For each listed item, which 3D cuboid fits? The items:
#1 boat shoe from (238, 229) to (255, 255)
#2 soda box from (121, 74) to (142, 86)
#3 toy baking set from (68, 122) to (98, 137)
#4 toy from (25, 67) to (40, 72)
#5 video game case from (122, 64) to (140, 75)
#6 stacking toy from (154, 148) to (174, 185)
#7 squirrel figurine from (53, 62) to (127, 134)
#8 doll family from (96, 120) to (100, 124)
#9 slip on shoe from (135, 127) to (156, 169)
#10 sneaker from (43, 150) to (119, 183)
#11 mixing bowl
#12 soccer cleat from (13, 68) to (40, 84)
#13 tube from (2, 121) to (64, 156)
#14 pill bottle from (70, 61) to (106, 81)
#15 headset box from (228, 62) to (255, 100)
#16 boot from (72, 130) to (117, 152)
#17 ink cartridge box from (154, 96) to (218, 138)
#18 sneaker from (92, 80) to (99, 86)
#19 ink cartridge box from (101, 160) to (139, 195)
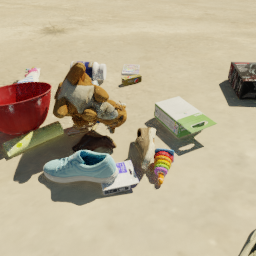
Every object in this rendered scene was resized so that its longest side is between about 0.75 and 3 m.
[{"bbox_3d":[2.636,3.128,5.743,1.007,0.885,2.830,23,42,27],"label":"boat shoe"},{"bbox_3d":[0.185,-2.467,14.304,1.032,0.349,0.330,-16,38,-22],"label":"soda box"},{"bbox_3d":[-1.756,0.076,10.820,1.010,0.153,1.315,1,28,11],"label":"toy baking set"},{"bbox_3d":[-5.340,-3.307,15.669,0.792,0.187,0.456,-5,36,-7],"label":"toy"},{"bbox_3d":[0.167,-3.270,15.677,0.911,0.115,1.273,3,35,4],"label":"video game case"},{"bbox_3d":[1.066,1.271,8.796,0.655,0.693,1.194,5,48,13],"label":"stacking toy"},{"bbox_3d":[-1.296,-0.818,9.976,2.452,1.859,2.627,22,-8,-25],"label":"squirrel figurine"},{"bbox_3d":[-1.136,-0.688,11.545,1.235,0.557,0.767,-26,42,-32],"label":"doll family"},{"bbox_3d":[0.530,0.592,9.401,0.656,0.823,2.166,16,32,0],"label":"slip on shoe"},{"bbox_3d":[-1.518,1.027,8.472,2.445,1.002,0.904,-3,36,14],"label":"sneaker"},{"bbox_3d":[-4.077,-0.667,10.525,2.711,1.468,2.711,-6,25,3],"label":"mixing bowl"},{"bbox_3d":[-4.670,-2.128,13.597,1.017,0.822,2.355,24,34,-4],"label":"soccer cleat"},{"bbox_3d":[-3.381,0.358,10.115,2.100,0.545,0.609,-25,3,-24],"label":"tube"},{"bbox_3d":[-2.021,-2.898,14.354,1.731,1.002,1.002,3,35,5],"label":"pill bottle"},{"bbox_3d":[6.118,-2.391,13.626,1.930,1.001,2.593,2,36,4],"label":"headset box"},{"bbox_3d":[-1.175,0.669,9.826,1.318,0.477,1.096,26,55,28],"label":"boot"},{"bbox_3d":[2.154,-0.314,10.867,1.234,0.705,2.377,-17,38,-23],"label":"ink cartridge box"},{"bbox_3d":[-1.590,-1.933,13.552,0.431,0.408,1.066,-20,34,-5],"label":"sneaker"},{"bbox_3d":[-0.312,1.500,8.636,1.109,0.241,1.099,-10,35,-9],"label":"ink cartridge box"}]
